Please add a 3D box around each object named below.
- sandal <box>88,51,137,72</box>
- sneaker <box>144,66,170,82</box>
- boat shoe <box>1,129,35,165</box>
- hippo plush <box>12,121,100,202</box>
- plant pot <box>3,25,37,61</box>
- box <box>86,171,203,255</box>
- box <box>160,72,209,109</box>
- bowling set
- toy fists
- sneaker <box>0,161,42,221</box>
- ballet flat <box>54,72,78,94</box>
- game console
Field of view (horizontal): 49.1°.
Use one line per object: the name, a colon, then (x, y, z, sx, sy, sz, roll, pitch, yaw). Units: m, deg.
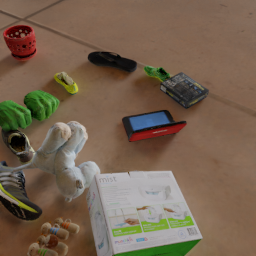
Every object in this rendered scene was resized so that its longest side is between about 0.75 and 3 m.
sandal: (-0.764, -3.478, 14.003, 2.592, 0.555, 0.986, 14, 50, 13)
sneaker: (1.419, -2.670, 13.242, 1.477, 0.617, 0.547, 30, 56, 25)
boat shoe: (-4.085, 0.473, 10.300, 0.802, 0.738, 2.246, -32, 51, -23)
hippo plush: (-1.887, 1.108, 8.915, 2.505, 1.995, 2.014, -21, 61, -45)
plant pot: (-5.379, -4.295, 14.204, 1.478, 1.346, 1.478, 0, 49, 0)
box: (0.342, 2.425, 7.777, 2.548, 1.232, 2.248, 1, 44, -25)
box: (2.497, -1.712, 12.504, 1.362, 0.441, 1.728, -31, 55, -23)
bowling set: (-2.211, 3.084, 7.721, 0.997, 1.292, 1.857, 15, 46, 15)
toy fists: (-3.984, -0.675, 11.167, 1.319, 0.890, 2.588, 27, 40, 35)
sneaker: (-3.660, 1.883, 8.963, 2.755, 1.018, 1.115, 30, 52, 23)
ballet flat: (-2.862, -2.222, 12.859, 0.595, 0.597, 1.780, -30, 55, -24)
game console: (0.934, -0.275, 10.753, 2.073, 1.786, 1.230, -11, 76, -10)
